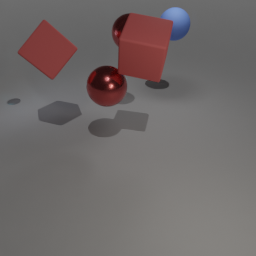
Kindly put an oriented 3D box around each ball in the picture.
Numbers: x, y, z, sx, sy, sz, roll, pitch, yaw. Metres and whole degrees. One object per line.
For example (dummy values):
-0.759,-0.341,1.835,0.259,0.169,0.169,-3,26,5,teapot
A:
0.064,-3.715,10.912,1.400,1.400,1.400,0,31,0,ball
-0.723,-1.429,9.592,1.400,1.400,1.400,0,31,0,ball
2.080,-4.648,12.562,1.400,1.400,1.400,0,31,0,ball

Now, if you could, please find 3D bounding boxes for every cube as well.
0.534,-2.532,8.853,1.400,1.400,1.400,13,55,6,cube
-2.818,-2.716,9.836,1.400,1.400,1.400,-51,23,1,cube
